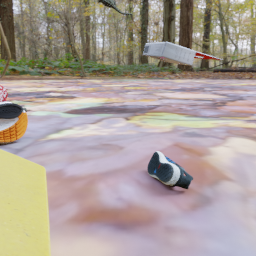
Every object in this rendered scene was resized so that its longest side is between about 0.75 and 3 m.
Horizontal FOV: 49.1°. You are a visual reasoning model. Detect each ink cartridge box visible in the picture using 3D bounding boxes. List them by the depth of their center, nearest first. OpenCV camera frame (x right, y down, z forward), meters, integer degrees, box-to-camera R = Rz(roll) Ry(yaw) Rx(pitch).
[{"bbox_3d":[1.827,-2.536,10.014,2.077,0.521,2.393,13,12,-15],"label":"ink cartridge box"}]

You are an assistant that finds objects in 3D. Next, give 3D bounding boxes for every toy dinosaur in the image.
[{"bbox_3d":[-0.710,-4.744,10.610,1.829,0.434,0.806,20,21,-31],"label":"toy dinosaur"}]

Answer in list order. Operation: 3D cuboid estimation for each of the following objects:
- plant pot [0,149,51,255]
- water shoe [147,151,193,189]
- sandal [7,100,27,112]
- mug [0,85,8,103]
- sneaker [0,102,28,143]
[{"bbox_3d":[-0.905,0.658,0.861,1.215,1.378,1.378,6,9,-18],"label":"plant pot"},{"bbox_3d":[0.532,0.585,3.709,0.371,0.336,0.941,26,5,-13],"label":"water shoe"},{"bbox_3d":[-4.027,-0.630,8.804,1.895,0.541,0.752,6,13,26],"label":"sandal"},{"bbox_3d":[-3.941,-0.689,8.120,0.702,0.933,1.052,-17,34,25],"label":"mug"},{"bbox_3d":[-3.329,-0.005,5.211,1.209,0.995,2.629,0,2,41],"label":"sneaker"}]
